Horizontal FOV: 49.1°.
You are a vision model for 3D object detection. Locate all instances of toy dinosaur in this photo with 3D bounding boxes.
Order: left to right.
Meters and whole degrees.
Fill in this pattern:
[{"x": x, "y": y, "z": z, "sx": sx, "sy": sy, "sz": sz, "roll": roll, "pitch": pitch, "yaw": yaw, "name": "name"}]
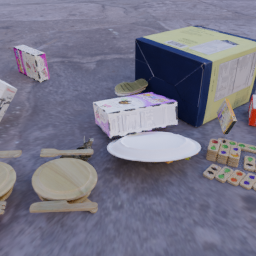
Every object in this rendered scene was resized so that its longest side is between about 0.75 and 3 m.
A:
[{"x": -1.291, "y": 0.756, "z": 6.714, "sx": 1.370, "sy": 0.527, "sz": 0.701, "roll": -28, "pitch": 31, "yaw": -30, "name": "toy dinosaur"}]

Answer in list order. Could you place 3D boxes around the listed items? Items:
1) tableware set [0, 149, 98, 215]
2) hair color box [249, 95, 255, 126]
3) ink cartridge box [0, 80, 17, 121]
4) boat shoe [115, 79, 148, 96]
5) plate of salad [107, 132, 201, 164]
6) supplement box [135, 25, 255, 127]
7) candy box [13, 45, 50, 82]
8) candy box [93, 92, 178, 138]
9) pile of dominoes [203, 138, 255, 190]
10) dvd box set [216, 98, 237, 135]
[{"x": -2.085, "y": 1.192, "z": 5.692, "sx": 2.896, "sy": 0.580, "sz": 1.915, "roll": 0, "pitch": 30, "yaw": -9, "name": "tableware set"}, {"x": 4.656, "y": -0.383, "z": 8.210, "sx": 2.007, "sy": 0.615, "sz": 1.019, "roll": 11, "pitch": 34, "yaw": 17, "name": "hair color box"}, {"x": -3.717, "y": -0.780, "z": 7.935, "sx": 0.472, "sy": 1.132, "sz": 0.822, "roll": 28, "pitch": -2, "yaw": -2, "name": "ink cartridge box"}, {"x": 0.084, "y": -1.178, "z": 8.768, "sx": 1.259, "sy": 0.431, "sz": 0.470, "roll": -18, "pitch": 61, "yaw": -36, "name": "boat shoe"}, {"x": 0.611, "y": 0.524, "z": 6.757, "sx": 2.222, "sy": 0.534, "sz": 2.222, "roll": -2, "pitch": 14, "yaw": 1, "name": "plate of salad"}, {"x": 2.266, "y": -1.931, "z": 9.286, "sx": 2.975, "sy": 1.999, "sz": 2.978, "roll": -22, "pitch": 39, "yaw": -30, "name": "supplement box"}, {"x": -3.832, "y": -2.583, "z": 11.124, "sx": 1.598, "sy": 1.090, "sz": 0.487, "roll": 28, "pitch": 43, "yaw": 34, "name": "candy box"}, {"x": 0.148, "y": -0.424, "z": 7.857, "sx": 1.931, "sy": 0.691, "sz": 1.620, "roll": -11, "pitch": 19, "yaw": -17, "name": "candy box"}, {"x": 2.987, "y": 0.803, "z": 6.659, "sx": 2.166, "sy": 0.345, "sz": 1.688, "roll": 13, "pitch": 35, "yaw": 20, "name": "pile of dominoes"}, {"x": 2.526, "y": -0.294, "z": 7.209, "sx": 0.113, "sy": 0.563, "sz": 0.770, "roll": 4, "pitch": 50, "yaw": -9, "name": "dvd box set"}]
